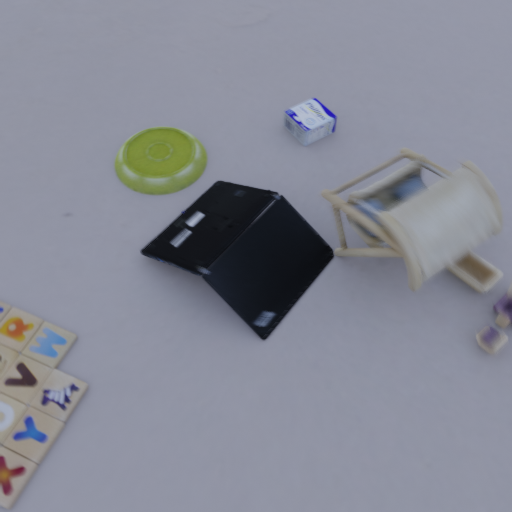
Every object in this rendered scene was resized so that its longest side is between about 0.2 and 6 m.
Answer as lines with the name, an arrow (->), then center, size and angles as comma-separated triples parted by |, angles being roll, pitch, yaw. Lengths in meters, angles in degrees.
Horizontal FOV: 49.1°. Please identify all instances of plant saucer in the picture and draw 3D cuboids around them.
plant saucer -> -1.854, -1.926, 10.804 | 1.806, 0.281, 1.806 | 0, 55, 1

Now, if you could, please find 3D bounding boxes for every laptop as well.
laptop -> -0.305, -0.061, 9.483 | 2.378, 1.228, 2.107 | 17, 52, 39

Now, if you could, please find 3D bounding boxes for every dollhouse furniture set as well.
dollhouse furniture set -> 3.446, 0.353, 8.576 | 1.336, 1.197, 1.687 | -37, 59, -18

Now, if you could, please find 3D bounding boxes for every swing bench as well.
swing bench -> 2.452, -0.680, 8.878 | 1.939, 1.265, 1.950 | -30, 31, -22

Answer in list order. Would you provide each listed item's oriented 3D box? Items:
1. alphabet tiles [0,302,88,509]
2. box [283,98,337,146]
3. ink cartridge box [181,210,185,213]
alphabet tiles -> -4.502, 1.960, 8.116 | 3.718, 0.118, 3.094 | 20, 57, 14
box -> 1.076, -2.703, 11.268 | 0.802, 0.421, 0.737 | -29, 60, -20
ink cartridge box -> -0.698, -0.783, 10.032 | 0.969, 0.197, 0.971 | -36, 62, -22
